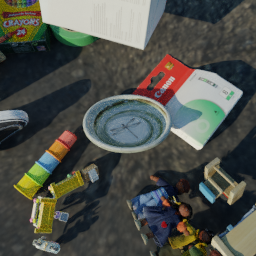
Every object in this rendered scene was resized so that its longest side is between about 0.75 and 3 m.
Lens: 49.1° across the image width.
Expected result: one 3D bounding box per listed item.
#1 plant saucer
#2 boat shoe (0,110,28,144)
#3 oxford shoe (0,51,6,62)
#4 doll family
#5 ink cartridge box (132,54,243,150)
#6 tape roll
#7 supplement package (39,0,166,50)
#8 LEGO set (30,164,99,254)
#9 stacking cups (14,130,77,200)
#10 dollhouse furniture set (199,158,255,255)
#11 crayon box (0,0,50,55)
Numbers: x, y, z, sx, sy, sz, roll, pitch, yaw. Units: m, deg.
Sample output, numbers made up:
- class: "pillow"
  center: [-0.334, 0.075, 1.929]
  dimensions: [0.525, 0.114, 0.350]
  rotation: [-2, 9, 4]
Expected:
- class: "plant saucer"
  center: [-0.006, -0.036, 7.108]
  dimensions: [2.205, 0.553, 2.205]
  rotation: [-1, 40, 1]
- class: "boat shoe"
  center: [-3.728, 0.402, 7.029]
  dimensions: [2.691, 0.965, 0.912]
  rotation: [-22, 72, -5]
- class: "oxford shoe"
  center: [-4.247, -2.429, 8.335]
  dimensions: [0.612, 0.577, 1.637]
  rotation: [-28, 68, -38]
- class: "doll family"
  center: [1.103, 2.248, 6.340]
  dimensions: [1.584, 1.076, 2.741]
  rotation: [-26, 70, -4]
- class: "ink cartridge box"
  center: [1.544, -0.889, 7.688]
  dimensions: [2.455, 0.615, 1.975]
  rotation: [38, 74, 11]
- class: "tape roll"
  center: [-1.555, -3.356, 8.637]
  dimensions: [1.733, 0.417, 1.733]
  rotation: [0, 70, 0]
- class: "supplement package"
  center: [-0.517, -3.821, 7.116]
  dimensions: [2.882, 2.187, 2.171]
  rotation: [18, 52, 8]
- class: "LEGO set"
  center: [-1.689, 1.733, 6.799]
  dimensions: [1.053, 0.852, 2.289]
  rotation: [37, 66, -24]
- class: "stacking cups"
  center: [-1.986, 0.900, 7.106]
  dimensions: [0.570, 0.570, 1.884]
  rotation: [36, 71, 12]
- class: "dollhouse furniture set"
  center: [2.191, 2.002, 6.389]
  dimensions: [1.349, 1.341, 1.914]
  rotation: [-34, 56, -10]
- class: "crayon box"
  center: [-3.155, -3.410, 8.575]
  dimensions: [1.440, 0.576, 2.269]
  rotation: [-5, 70, -2]
